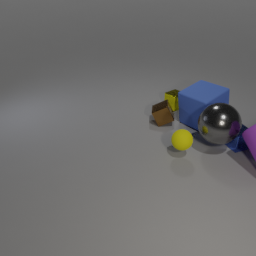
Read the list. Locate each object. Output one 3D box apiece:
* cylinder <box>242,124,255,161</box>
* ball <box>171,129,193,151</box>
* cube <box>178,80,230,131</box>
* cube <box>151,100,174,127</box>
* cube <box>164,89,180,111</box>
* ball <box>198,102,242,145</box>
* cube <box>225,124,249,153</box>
[{"bbox_3d":[4.428,0.506,8.452,1.400,1.400,1.400,-13,69,-21],"label":"cylinder"},{"bbox_3d":[1.773,0.389,9.186,0.700,0.700,0.700,0,30,0],"label":"ball"},{"bbox_3d":[2.983,-0.872,11.086,1.400,1.400,1.400,-30,38,-27],"label":"cube"},{"bbox_3d":[1.420,-0.607,11.342,0.700,0.700,0.700,-22,25,19],"label":"cube"},{"bbox_3d":[2.127,-1.264,12.686,0.700,0.700,0.700,-21,36,-32],"label":"cube"},{"bbox_3d":[3.035,-0.147,9.316,1.400,1.400,1.400,0,30,0],"label":"ball"},{"bbox_3d":[3.925,0.352,9.948,0.700,0.700,0.700,-11,32,-18],"label":"cube"}]
